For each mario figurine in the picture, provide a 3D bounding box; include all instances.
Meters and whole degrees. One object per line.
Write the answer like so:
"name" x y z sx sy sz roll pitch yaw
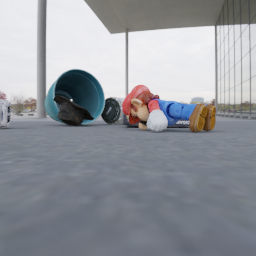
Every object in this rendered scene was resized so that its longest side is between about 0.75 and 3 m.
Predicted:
"mario figurine" 1.014 -0.272 8.327 2.920 1.547 1.802 15 -25 40

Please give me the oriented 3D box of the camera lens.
"camera lens" -0.503 -0.980 16.105 1.568 1.568 1.960 1 3 34

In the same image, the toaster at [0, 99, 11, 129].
"toaster" -4.900 -0.532 9.923 1.289 1.134 1.996 2 4 -17

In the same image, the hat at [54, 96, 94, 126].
"hat" -2.598 -0.583 12.718 2.045 0.825 2.045 25 -14 7

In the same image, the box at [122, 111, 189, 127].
"box" 1.215 -0.381 11.982 2.771 0.688 2.750 0 2 3

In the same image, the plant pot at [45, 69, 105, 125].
"plant pot" -3.152 -1.417 15.100 2.862 2.862 2.689 -2 -6 -37
